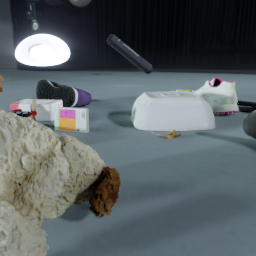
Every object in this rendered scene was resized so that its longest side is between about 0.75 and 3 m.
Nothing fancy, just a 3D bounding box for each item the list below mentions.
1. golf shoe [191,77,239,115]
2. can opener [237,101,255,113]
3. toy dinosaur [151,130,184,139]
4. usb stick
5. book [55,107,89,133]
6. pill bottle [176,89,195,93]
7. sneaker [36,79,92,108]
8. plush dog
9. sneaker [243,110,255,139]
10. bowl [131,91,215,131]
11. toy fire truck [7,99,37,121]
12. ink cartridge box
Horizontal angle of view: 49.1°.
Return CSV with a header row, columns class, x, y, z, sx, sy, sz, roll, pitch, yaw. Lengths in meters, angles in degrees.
class,x,y,z,sx,sy,sz,roll,pitch,yaw
golf shoe,3.098,-1.263,10.428,1.044,1.269,2.773,-6,14,-19
can opener,4.462,-0.730,10.071,1.725,0.678,0.547,7,54,35
toy dinosaur,1.012,0.186,6.934,0.812,0.245,0.431,3,-11,-9
usb stick,0.095,-2.794,10.650,2.065,0.337,0.573,35,41,-16
book,-1.522,-0.228,7.555,0.963,0.643,0.231,6,14,20
pill bottle,2.410,-1.417,12.388,0.994,0.559,0.559,7,16,24
sneaker,-2.668,-1.309,11.579,2.768,1.048,1.212,19,12,37
plush dog,-1.154,0.470,3.397,2.246,1.802,1.929,12,-5,40
sneaker,3.478,0.160,5.613,2.382,0.901,1.376,10,20,30
bowl,1.287,-0.609,8.628,2.383,0.889,2.380,-2,14,-3
toy fire truck,-3.080,-0.476,8.377,0.762,0.557,0.866,3,27,13
ink cartridge box,-2.952,-0.599,9.161,1.363,0.564,0.999,2,15,10
